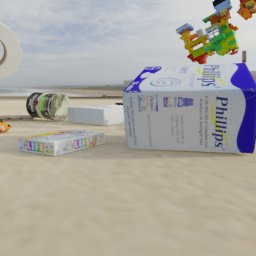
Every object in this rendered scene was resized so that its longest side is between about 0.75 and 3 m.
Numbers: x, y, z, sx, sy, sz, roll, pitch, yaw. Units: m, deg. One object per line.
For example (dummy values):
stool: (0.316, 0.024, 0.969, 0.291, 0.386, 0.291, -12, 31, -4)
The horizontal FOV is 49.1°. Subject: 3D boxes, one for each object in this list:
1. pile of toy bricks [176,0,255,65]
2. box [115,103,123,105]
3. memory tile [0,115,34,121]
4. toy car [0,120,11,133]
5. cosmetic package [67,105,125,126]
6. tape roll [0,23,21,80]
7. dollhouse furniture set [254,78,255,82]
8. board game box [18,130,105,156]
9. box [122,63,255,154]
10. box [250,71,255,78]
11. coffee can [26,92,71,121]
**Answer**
pile of toy bricks: (2.809, -2.752, 8.254, 2.875, 1.419, 1.595, -21, -12, 38)
box: (0.488, -1.209, 16.345, 1.847, 0.502, 2.306, -3, 7, -21)
memory tile: (-4.671, -0.392, 11.130, 1.797, 0.151, 1.377, -1, 7, -16)
toy car: (-3.582, 0.073, 7.429, 0.896, 0.439, 0.298, -15, 48, 14)
cosmetic package: (-0.762, -0.520, 10.368, 1.775, 0.608, 2.354, 9, 11, 36)
tape roll: (-4.436, -2.445, 8.912, 1.971, 1.971, 0.360, -4, 27, -33)
dollhouse furniture set: (4.218, -0.948, 9.562, 1.684, 1.966, 2.067, 3, -8, 5)
board game box: (-1.242, 0.251, 5.438, 0.941, 0.240, 1.400, 4, 8, 31)
box: (1.254, -0.505, 5.609, 2.256, 1.183, 2.074, 2, 25, 16)
box: (5.164, -1.091, 9.803, 1.507, 1.760, 1.751, -7, 15, -38)
coffee can: (-3.077, -0.845, 10.836, 1.433, 1.048, 1.048, 8, 10, 36)
